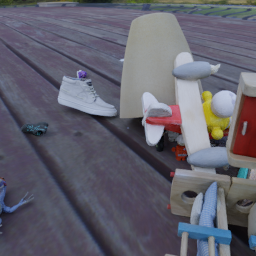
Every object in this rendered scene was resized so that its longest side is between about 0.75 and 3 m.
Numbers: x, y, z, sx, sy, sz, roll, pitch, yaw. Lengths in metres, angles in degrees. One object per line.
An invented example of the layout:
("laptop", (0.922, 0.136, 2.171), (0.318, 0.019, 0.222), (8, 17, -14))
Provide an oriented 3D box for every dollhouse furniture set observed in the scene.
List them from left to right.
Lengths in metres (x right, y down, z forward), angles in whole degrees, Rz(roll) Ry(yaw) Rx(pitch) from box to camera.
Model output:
("dollhouse furniture set", (1.615, 0.966, 4.053), (2.096, 2.991, 2.108), (6, 30, 11))

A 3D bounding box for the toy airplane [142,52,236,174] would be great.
("toy airplane", (1.662, -0.341, 6.641), (2.711, 1.913, 2.699), (48, 53, -4))

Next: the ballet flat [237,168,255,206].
("ballet flat", (2.996, 0.888, 6.434), (0.888, 0.899, 2.641), (18, 34, 13))

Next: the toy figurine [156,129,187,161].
("toy figurine", (1.349, 0.248, 7.618), (1.093, 0.761, 1.076), (24, 38, 36))

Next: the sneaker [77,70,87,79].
("sneaker", (-2.123, -2.443, 12.860), (0.392, 0.379, 0.939), (8, 29, 3))

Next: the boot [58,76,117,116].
("boot", (-1.342, -1.122, 9.520), (2.175, 1.039, 0.800), (16, 15, 10))

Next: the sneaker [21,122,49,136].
("sneaker", (-2.828, 0.052, 8.403), (0.907, 0.342, 0.360), (-10, 65, 17))

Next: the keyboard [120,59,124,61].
("keyboard", (-0.051, -3.840, 15.681), (0.883, 0.047, 0.248), (-21, 41, -32))

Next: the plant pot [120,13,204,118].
("plant pot", (0.911, -1.821, 8.377), (2.612, 2.789, 2.612), (-6, 5, 1))

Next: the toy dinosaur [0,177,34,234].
("toy dinosaur", (-2.733, 1.512, 5.529), (1.528, 0.802, 1.386), (-32, 17, -20))
